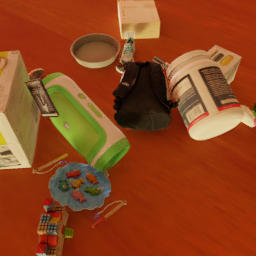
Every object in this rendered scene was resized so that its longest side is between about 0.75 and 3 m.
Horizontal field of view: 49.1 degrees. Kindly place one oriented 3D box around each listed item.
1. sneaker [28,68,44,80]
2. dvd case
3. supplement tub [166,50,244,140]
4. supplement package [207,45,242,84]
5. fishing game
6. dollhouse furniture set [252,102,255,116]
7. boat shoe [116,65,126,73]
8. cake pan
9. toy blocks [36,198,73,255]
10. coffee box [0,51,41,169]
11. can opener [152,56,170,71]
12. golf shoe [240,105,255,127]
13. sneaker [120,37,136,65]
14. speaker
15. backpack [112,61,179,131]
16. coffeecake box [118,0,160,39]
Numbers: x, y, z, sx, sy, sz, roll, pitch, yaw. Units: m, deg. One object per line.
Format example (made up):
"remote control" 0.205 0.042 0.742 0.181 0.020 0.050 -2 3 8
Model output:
"sneaker" -3.448 -1.632 10.038 0.534 0.502 1.303 45 58 -2
"dvd case" -2.104 -0.714 6.884 0.758 1.019 0.081 1 31 46
"supplement tub" 2.215 -0.956 8.335 1.618 1.618 2.306 -15 69 -12
"supplement package" 3.028 -1.958 9.809 1.069 1.061 1.408 35 59 25
"fishing game" -1.185 1.426 7.273 2.334 0.363 1.671 36 37 26
"dollhouse furniture set" 5.206 -0.723 8.927 2.334 0.901 1.166 -6 52 -4
"boat shoe" -0.096 -2.181 10.477 0.318 0.301 0.910 -35 59 -25
"cake pan" -1.272 -3.068 11.148 1.961 0.360 1.961 0 52 0
"toy blocks" -1.731 2.327 6.390 0.764 1.046 1.530 1 51 1
"coffee box" -3.959 -0.421 7.749 2.307 2.333 2.330 -4 51 -2
"can opener" 1.289 -2.448 10.552 0.254 0.321 0.967 -49 54 5
"golf shoe" 3.417 -0.507 9.038 0.729 0.600 1.594 -29 50 -8
"sneaker" -0.023 -3.026 10.957 0.544 0.605 1.402 4 51 5
"speaker" -1.309 -0.192 7.827 1.293 1.293 2.924 -38 75 -26
"backpack" 0.430 -1.044 8.837 1.911 1.449 2.290 7 52 -6
"coffeecake box" 0.432 -4.862 12.311 1.633 0.777 2.128 -4 51 -3
